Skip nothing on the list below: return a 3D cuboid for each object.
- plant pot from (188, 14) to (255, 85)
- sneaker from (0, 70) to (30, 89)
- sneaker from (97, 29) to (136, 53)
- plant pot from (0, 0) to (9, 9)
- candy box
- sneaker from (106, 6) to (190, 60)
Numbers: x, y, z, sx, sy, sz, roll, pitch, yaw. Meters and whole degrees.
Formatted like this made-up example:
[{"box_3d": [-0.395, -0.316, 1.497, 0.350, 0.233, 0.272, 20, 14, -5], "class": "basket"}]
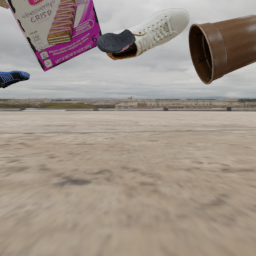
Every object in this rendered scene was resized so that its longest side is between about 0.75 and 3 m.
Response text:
[{"box_3d": [2.927, -2.373, 8.182, 1.779, 1.797, 1.797, -17, 5, -2], "class": "plant pot"}, {"box_3d": [-3.262, -1.296, 7.628, 1.140, 0.444, 0.400, -2, -15, -11], "class": "sneaker"}, {"box_3d": [-0.339, -1.886, 6.471, 0.571, 0.489, 1.393, -32, 1, 38], "class": "sneaker"}, {"box_3d": [-3.629, -4.054, 7.488, 1.099, 1.097, 0.973, -29, -11, 40], "class": "plant pot"}, {"box_3d": [-1.804, -2.932, 6.628, 1.853, 2.717, 0.829, -30, 51, -11], "class": "candy box"}, {"box_3d": [0.673, -2.816, 8.789, 2.916, 1.062, 1.234, -23, 36, 6], "class": "sneaker"}]
